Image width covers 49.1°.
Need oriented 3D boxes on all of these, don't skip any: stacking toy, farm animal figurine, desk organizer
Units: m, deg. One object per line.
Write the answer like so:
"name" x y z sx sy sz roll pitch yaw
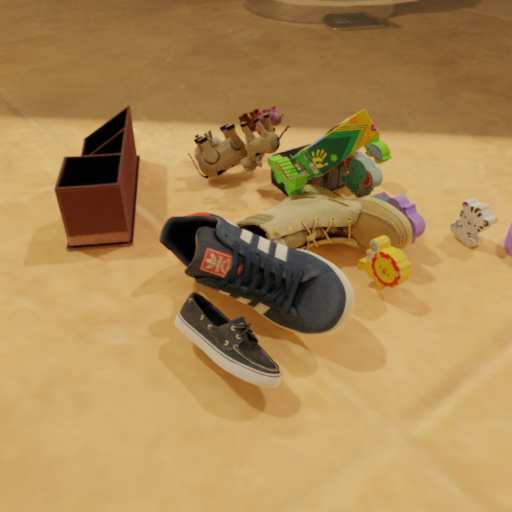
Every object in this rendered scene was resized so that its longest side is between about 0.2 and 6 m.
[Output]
"stacking toy" 2.151 -1.065 9.685 2.523 0.786 3.346 -21 56 -30
"farm animal figurine" -0.304 -2.145 11.278 2.055 1.083 2.077 -22 19 5
"desk organizer" -2.913 -1.601 10.611 1.161 1.246 3.237 -5 39 -6

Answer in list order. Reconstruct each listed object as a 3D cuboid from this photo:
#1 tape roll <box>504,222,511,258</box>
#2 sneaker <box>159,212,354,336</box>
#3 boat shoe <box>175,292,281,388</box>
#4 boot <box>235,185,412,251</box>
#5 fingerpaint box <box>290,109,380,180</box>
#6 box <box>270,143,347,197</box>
"tape roll" 4.895 -0.224 9.598 1.144 0.375 1.144 0 38 0
"sneaker" -0.168 0.214 8.044 3.235 1.213 1.367 23 6 38
"boat shoe" -0.336 1.043 7.392 1.819 0.603 0.636 31 16 37
"boot" 1.042 -0.377 9.174 1.943 0.910 2.500 -28 39 -36
"fingerpaint box" 1.324 -1.904 9.779 1.203 0.529 1.442 -36 7 -3
"box" 1.053 -1.704 11.208 1.273 0.664 0.942 -20 43 -23
